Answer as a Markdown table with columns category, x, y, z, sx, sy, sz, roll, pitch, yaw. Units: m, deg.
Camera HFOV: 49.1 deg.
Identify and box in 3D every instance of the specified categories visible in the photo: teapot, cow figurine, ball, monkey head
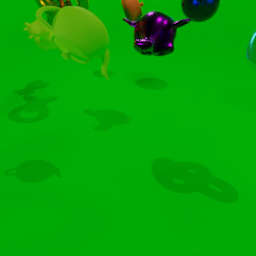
| category | x | y | z | sx | sy | sz | roll | pitch | yaw |
| --- | --- | --- | --- | --- | --- | --- | --- | --- | --- |
| teapot | 0.170 | -4.028 | 9.286 | 0.682 | 1.394 | 0.866 | -21 | 41 | 5 |
| cow figurine | -2.596 | -2.803 | 8.542 | 1.308 | 0.730 | 1.329 | -33 | 0 | -37 |
| teapot | -0.669 | -1.200 | 3.891 | 0.813 | 1.308 | 0.640 | 7 | 65 | 59 |
| ball | 2.113 | -3.683 | 8.187 | 1.118 | 1.118 | 1.118 | 0 | 31 | 0 |
| monkey head | 0.529 | -2.094 | 6.141 | 1.587 | 0.956 | 1.142 | 9 | 11 | 20 |

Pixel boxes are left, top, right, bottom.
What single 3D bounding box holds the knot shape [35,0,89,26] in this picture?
| category | x | y | z | sx | sy | sz | roll | pitch | yaw |
| --- | --- | --- | --- | --- | --- | --- | --- | --- | --- |
| knot shape | -1.470 | -3.139 | 6.353 | 0.874 | 1.771 | 1.892 | 5 | 10 | 4 |

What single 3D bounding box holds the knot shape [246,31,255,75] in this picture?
| category | x | y | z | sx | sy | sz | roll | pitch | yaw |
| --- | --- | --- | --- | --- | --- | --- | --- | --- | --- |
| knot shape | 2.607 | -1.310 | 3.641 | 1.776 | 1.662 | 0.821 | 20 | 22 | 19 |
